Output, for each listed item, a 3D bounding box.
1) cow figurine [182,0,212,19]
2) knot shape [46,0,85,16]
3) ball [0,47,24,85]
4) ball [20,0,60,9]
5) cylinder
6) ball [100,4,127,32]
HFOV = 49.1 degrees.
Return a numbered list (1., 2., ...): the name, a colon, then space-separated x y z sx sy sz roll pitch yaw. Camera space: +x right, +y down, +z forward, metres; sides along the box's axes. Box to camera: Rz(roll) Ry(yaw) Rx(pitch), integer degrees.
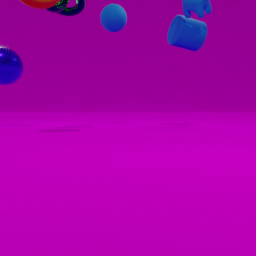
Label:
1. cow figurine: 1.725 -3.630 7.677 0.631 1.130 1.149 -33 33 -14
2. knot shape: -1.656 -3.311 6.758 0.667 1.443 1.350 42 46 19
3. ball: -3.953 -1.957 8.901 1.186 1.186 1.186 0 3 0
4. ball: -1.722 -2.847 5.319 1.079 1.079 1.079 0 3 0
5. cylinder: 1.861 -2.988 8.865 0.923 0.923 0.923 8 1 -19
6. ball: -0.482 -3.688 9.414 0.893 0.893 0.893 0 3 0
